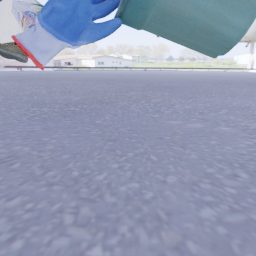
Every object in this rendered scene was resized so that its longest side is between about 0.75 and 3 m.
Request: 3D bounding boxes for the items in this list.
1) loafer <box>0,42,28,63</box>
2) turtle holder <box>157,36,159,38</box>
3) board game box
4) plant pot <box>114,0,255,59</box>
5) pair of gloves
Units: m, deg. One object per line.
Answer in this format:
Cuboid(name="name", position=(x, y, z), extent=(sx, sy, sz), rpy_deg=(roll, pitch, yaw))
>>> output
Cuboid(name="loafer", position=(-2.862, -1.919, 6.912), extent=(1.087, 0.379, 0.409), rpy_deg=(21, -17, 13))
Cuboid(name="turtle holder", position=(1.365, -4.126, 10.647), extent=(0.903, 1.272, 0.967), rpy_deg=(3, 42, 43))
Cuboid(name="board game box", position=(-2.259, -3.221, 8.438), extent=(2.059, 0.425, 2.064), rpy_deg=(-2, 35, -32))
Cuboid(name="plant pot", position=(1.210, -2.671, 5.562), extent=(2.334, 2.383, 2.383), rpy_deg=(25, 11, -10))
Cuboid(name="pair of gloves", position=(-1.575, -2.520, 4.963), extent=(2.397, 2.982, 0.340), rpy_deg=(-46, -1, -24))
